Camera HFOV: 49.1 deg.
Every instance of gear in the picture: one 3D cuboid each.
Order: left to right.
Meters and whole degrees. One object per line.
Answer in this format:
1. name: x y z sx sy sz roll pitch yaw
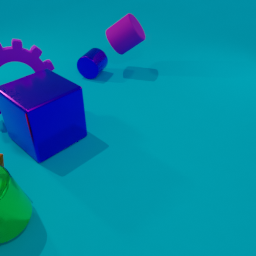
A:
1. gear: -2.825 -1.202 7.083 1.956 1.956 0.362 -15 29 -19

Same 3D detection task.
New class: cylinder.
1. cylinder: -2.214 1.247 4.594 0.963 0.963 0.963 -5 46 5
2. cylinder: -1.181 -2.156 9.338 0.792 0.792 0.792 13 40 17
3. cylinder: -0.072 -3.068 9.193 0.961 0.961 0.961 -27 28 26

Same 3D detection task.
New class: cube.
1. cube: -1.947 -0.339 6.455 1.389 1.389 1.389 30 46 33

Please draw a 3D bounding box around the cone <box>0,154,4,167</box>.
1. cone: -2.531 0.672 5.173 0.947 0.944 0.944 -32 22 33
